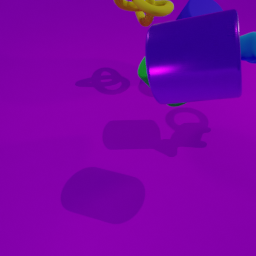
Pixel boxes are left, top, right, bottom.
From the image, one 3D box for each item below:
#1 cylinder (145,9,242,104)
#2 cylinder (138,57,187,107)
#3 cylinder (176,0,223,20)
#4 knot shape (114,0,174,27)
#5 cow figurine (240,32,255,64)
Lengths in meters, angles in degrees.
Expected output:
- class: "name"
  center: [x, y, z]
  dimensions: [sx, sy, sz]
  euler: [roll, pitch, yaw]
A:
- class: "cylinder"
  center: [1.098, -1.097, 4.538]
  dimensions: [1.328, 1.328, 1.328]
  euler: [-3, 41, 21]
- class: "cylinder"
  center: [1.061, -1.338, 6.937]
  dimensions: [1.196, 1.196, 1.196]
  euler: [-33, 34, 27]
- class: "cylinder"
  center: [2.121, -3.146, 8.751]
  dimensions: [1.311, 1.311, 1.311]
  euler: [7, 68, -17]
- class: "knot shape"
  center: [0.347, -3.797, 8.349]
  dimensions: [1.680, 0.830, 1.795]
  euler: [24, 2, -36]
- class: "cow figurine"
  center: [2.807, -1.786, 6.359]
  dimensions: [1.476, 0.823, 1.500]
  euler: [-3, 9, 6]
